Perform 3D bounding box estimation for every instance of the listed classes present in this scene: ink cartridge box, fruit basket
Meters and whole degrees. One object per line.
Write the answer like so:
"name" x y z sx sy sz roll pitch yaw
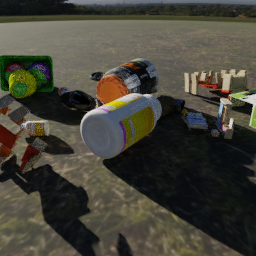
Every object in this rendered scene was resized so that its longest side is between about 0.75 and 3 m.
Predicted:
"ink cartridge box" 5.221 -0.643 10.468 1.774 0.909 2.400 -14 28 -24
"fruit basket" -4.866 -2.451 13.270 2.763 1.993 2.763 0 9 0

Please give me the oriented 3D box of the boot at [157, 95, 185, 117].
"boot" 1.621 -0.835 11.003 1.006 0.775 2.076 6 25 18

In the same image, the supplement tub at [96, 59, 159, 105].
"supplement tub" 0.011 -1.863 11.969 1.747 1.747 2.851 14 29 25

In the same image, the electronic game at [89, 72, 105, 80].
"electronic game" -1.698 -2.943 15.858 0.974 0.203 0.974 -3 33 2

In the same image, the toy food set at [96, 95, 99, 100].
"toy food set" -0.975 -1.561 12.998 0.935 0.283 0.671 -1 26 -1

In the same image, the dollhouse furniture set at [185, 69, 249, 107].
"dollhouse furniture set" 4.301 -1.900 13.016 2.637 1.358 2.608 -7 16 -14

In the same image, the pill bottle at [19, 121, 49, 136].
"pill bottle" -3.203 0.015 9.569 0.922 0.512 0.512 -1 26 -3

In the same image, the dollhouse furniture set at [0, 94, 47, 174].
"dollhouse furniture set" -3.257 0.334 7.736 1.808 1.828 0.942 36 34 -1

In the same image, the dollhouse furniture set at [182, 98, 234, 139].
"dollhouse furniture set" 2.715 -0.429 9.698 1.561 1.019 1.474 5 22 2

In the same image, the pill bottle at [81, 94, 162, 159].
"pill bottle" -0.051 -0.229 8.959 1.488 1.488 2.855 17 29 31

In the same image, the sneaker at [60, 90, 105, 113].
"sneaker" -2.057 -1.189 11.024 2.271 0.830 1.271 17 -7 30

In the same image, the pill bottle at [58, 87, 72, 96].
"pill bottle" -2.795 -1.577 12.828 0.460 0.460 0.820 -22 35 -37
